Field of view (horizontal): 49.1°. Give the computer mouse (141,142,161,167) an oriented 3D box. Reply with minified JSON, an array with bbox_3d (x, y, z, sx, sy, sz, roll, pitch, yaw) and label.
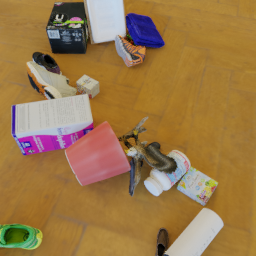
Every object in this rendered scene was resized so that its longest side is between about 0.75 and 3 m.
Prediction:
[{"bbox_3d":[0.653,1.036,10.671,0.472,0.274,1.610,37,62,23],"label":"computer mouse"}]

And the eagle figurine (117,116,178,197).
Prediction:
[{"bbox_3d":[0.445,1.055,9.729,1.735,1.744,2.299,-13,60,-31],"label":"eagle figurine"}]

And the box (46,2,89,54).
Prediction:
[{"bbox_3d":[-3.018,-5.223,14.561,1.818,1.522,2.448,2,53,1],"label":"box"}]

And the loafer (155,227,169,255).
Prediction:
[{"bbox_3d":[1.075,3.595,8.687,0.381,0.370,1.042,7,54,5],"label":"loafer"}]

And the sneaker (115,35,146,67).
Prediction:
[{"bbox_3d":[0.171,-3.973,14.182,1.182,0.819,2.110,-18,64,-18],"label":"sneaker"}]

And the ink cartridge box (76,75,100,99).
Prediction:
[{"bbox_3d":[-1.799,-1.862,12.619,0.847,0.615,0.613,30,59,21],"label":"ink cartridge box"}]

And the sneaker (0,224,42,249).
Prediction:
[{"bbox_3d":[-3.832,3.261,8.568,2.299,0.961,0.852,-3,54,-1],"label":"sneaker"}]

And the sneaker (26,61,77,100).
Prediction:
[{"bbox_3d":[-3.452,-2.076,12.637,1.338,1.101,2.909,-32,67,-30],"label":"sneaker"}]

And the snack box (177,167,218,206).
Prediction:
[{"bbox_3d":[2.440,2.034,9.857,1.102,0.373,0.930,30,59,22],"label":"snack box"}]

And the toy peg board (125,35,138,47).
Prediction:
[{"bbox_3d":[-0.024,-4.520,14.756,0.778,0.382,0.781,-35,61,-24],"label":"toy peg board"}]

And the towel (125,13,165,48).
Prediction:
[{"bbox_3d":[0.864,-5.258,14.923,1.783,0.598,2.415,-2,52,-22],"label":"towel"}]

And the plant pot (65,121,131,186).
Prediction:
[{"bbox_3d":[-1.104,0.999,9.812,1.761,1.990,1.990,-27,57,-7],"label":"plant pot"}]

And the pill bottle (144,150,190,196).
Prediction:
[{"bbox_3d":[1.367,1.589,9.863,0.895,0.895,1.645,38,62,25],"label":"pill bottle"}]

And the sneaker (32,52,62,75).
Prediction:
[{"bbox_3d":[-3.945,-3.305,13.506,0.798,0.923,2.108,-37,61,-24],"label":"sneaker"}]

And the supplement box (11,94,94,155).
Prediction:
[{"bbox_3d":[-2.794,-0.140,10.808,2.873,1.454,1.485,-11,54,-8],"label":"supplement box"}]

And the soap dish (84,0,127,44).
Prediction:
[{"bbox_3d":[-1.170,-5.803,14.529,1.992,2.532,1.028,-12,35,-9],"label":"soap dish"}]

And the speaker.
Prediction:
[{"bbox_3d":[2.040,3.411,8.554,0.811,0.811,1.997,38,62,25],"label":"speaker"}]
